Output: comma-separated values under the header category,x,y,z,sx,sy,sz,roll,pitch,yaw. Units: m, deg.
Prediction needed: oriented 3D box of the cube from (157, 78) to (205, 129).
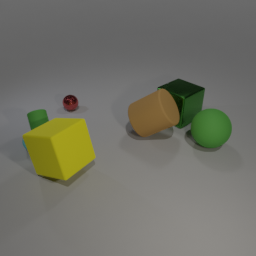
category,x,y,z,sx,sy,sz,roll,pitch,yaw
cube,2.146,-1.053,11.657,1.400,1.400,1.400,-27,41,-35

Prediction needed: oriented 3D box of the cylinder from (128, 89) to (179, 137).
category,x,y,z,sx,sy,sz,roll,pitch,yaw
cylinder,0.950,-0.535,10.316,1.400,1.400,1.400,-24,21,31

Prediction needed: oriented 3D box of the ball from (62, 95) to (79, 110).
category,x,y,z,sx,sy,sz,roll,pitch,yaw
ball,-2.550,-1.128,12.423,0.700,0.700,0.700,0,33,0

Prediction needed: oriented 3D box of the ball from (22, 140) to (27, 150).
category,x,y,z,sx,sy,sz,roll,pitch,yaw
ball,-3.380,0.479,9.942,0.700,0.700,0.700,0,33,0

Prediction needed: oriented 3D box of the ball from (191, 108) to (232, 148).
category,x,y,z,sx,sy,sz,roll,pitch,yaw
ball,2.936,0.008,9.918,1.400,1.400,1.400,0,33,0

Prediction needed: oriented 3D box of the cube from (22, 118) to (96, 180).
category,x,y,z,sx,sy,sz,roll,pitch,yaw
cube,-2.101,0.588,8.695,1.400,1.400,1.400,3,26,36

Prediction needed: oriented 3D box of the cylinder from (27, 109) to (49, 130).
category,x,y,z,sx,sy,sz,roll,pitch,yaw
cylinder,-3.288,-0.253,10.330,0.700,0.700,0.700,-17,-7,-2
